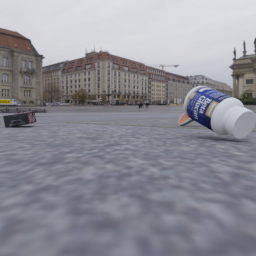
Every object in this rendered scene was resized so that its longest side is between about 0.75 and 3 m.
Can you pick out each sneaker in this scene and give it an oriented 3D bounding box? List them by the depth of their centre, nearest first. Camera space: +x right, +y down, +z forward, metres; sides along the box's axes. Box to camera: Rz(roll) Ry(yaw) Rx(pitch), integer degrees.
[{"bbox_3d":[2.281,-0.410,9.519,0.486,1.217,0.434,43,15,-39],"label":"sneaker"}]

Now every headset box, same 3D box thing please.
[{"bbox_3d":[-3.553,-0.291,9.223,0.787,0.409,1.058,-9,7,-5],"label":"headset box"}]

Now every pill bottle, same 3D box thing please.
[{"bbox_3d":[1.722,-0.298,5.341,0.726,0.726,1.307,-2,23,-27],"label":"pill bottle"}]
